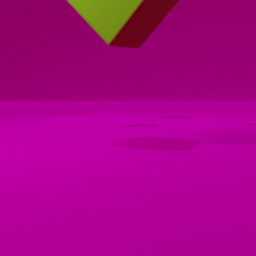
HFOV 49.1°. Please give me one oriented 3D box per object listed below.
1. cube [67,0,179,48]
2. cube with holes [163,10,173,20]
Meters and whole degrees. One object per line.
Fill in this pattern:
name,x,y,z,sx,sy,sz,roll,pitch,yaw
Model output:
cube,-0.055,-1.976,4.184,1.079,1.079,1.079,-46,-8,27
cube with holes,1.023,-4.527,10.443,0.876,0.876,0.876,-15,-2,31
